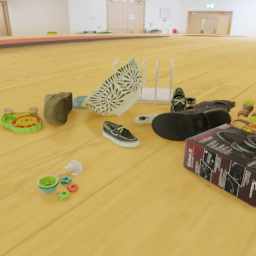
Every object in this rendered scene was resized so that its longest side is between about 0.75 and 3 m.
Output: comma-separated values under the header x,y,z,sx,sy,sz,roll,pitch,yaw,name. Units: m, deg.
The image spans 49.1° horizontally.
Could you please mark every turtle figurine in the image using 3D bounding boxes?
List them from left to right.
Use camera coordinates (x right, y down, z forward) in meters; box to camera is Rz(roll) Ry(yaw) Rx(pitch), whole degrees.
x,y,z,sx,sy,sz,roll,pitch,yaw,name
3.970,-0.104,9.422,2.223,0.888,2.757,-36,18,-26,turtle figurine

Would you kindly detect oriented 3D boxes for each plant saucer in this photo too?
x,y,z,sx,sy,sz,roll,pitch,yaw,name
-2.010,-1.255,13.046,1.534,0.295,1.534,1,24,0,plant saucer

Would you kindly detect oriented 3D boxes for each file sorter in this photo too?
x,y,z,sx,sy,sz,roll,pitch,yaw,name
0.737,-2.381,13.731,2.924,1.820,2.029,3,23,7,file sorter

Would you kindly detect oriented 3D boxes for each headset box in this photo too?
x,y,z,sx,sy,sz,roll,pitch,yaw,name
2.851,0.790,7.502,1.841,0.955,2.473,-16,30,-33,headset box

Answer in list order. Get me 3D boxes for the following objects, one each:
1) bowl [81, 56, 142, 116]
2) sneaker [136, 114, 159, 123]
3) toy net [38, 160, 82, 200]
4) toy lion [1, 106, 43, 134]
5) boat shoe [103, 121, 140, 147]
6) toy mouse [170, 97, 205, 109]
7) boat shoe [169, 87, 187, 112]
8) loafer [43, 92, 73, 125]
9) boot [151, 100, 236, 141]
x,y,z,sx,sy,sz,roll,pitch,yaw,name
-0.378,-1.408,11.423,2.970,1.394,2.970,-41,7,6,bowl
0.797,-0.339,10.436,1.011,0.379,0.438,-5,-6,-1,sneaker
-1.558,1.226,7.293,0.873,0.321,1.664,8,24,18,toy net
-4.017,-0.255,10.607,1.551,0.533,1.487,-3,31,-6,toy lion
-0.282,0.179,9.431,1.667,0.531,0.589,21,31,39,boat shoe
2.659,-0.952,12.121,1.385,0.302,1.559,-13,33,1,toy mouse
2.046,-0.950,11.475,0.731,0.658,2.067,1,38,6,boat shoe
-2.888,-0.803,11.138,0.988,1.113,2.929,-1,14,1,loafer
2.469,-0.425,10.242,2.881,0.997,2.508,-5,15,18,boot
